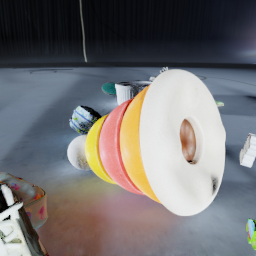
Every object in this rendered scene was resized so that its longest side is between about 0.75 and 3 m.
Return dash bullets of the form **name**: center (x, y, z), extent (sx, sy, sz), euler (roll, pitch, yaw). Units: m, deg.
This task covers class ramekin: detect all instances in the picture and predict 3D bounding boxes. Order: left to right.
- **ramekin**: center (0.419, -1.427, 11.918), extent (1.908, 0.930, 1.908), euler (0, 17, 0)

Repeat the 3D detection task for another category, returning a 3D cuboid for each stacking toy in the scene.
- **stacking toy**: center (-0.003, 0.310, 4.961), extent (2.938, 2.147, 2.147), euler (-8, 7, 42)
- **stacking toy**: center (2.285, 0.890, 3.503), extent (1.530, 0.477, 2.029), euler (16, 34, 10)

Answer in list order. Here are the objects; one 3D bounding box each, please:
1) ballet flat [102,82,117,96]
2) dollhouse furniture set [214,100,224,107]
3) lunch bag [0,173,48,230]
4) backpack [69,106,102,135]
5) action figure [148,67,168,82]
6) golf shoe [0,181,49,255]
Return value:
- **ballet flat**: center (-0.361, -1.941, 14.480), extent (2.006, 0.745, 0.745), euler (9, 18, 21)
- **dollhouse furniture set**: center (3.163, -1.195, 11.543), extent (1.800, 0.695, 0.900), euler (-15, 22, -42)
- **lunch bag**: center (-1.887, 1.111, 3.861), extent (1.359, 0.524, 1.090), euler (11, 22, 33)
- **backpack**: center (-1.066, -0.180, 7.400), extent (0.968, 0.913, 1.187), euler (40, -15, -5)
- **action figure**: center (1.878, -2.148, 13.539), extent (2.918, 1.489, 1.734), euler (-2, 27, -13)
- **golf shoe**: center (-1.042, 1.156, 2.115), extent (2.619, 1.154, 1.011), euler (32, 36, 34)
